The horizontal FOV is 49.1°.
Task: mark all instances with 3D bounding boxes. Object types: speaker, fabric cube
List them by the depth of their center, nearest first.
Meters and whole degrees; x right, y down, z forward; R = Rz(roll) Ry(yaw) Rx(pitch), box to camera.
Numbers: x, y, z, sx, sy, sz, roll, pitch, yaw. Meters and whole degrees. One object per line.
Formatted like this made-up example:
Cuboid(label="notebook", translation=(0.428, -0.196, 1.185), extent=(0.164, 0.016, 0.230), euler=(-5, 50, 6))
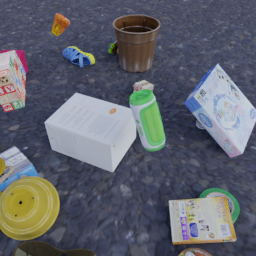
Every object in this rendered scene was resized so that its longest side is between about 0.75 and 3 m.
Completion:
Cuboid(label="speaker", translation=(0.541, -0.186, 7.554), extent=(0.724, 1.636, 0.724), euler=(-13, 31, 8))
Cuboid(label="fabric cube", translation=(-5.562, -2.981, 13.415), extent=(1.097, 1.118, 1.114), euler=(-1, 40, 0))

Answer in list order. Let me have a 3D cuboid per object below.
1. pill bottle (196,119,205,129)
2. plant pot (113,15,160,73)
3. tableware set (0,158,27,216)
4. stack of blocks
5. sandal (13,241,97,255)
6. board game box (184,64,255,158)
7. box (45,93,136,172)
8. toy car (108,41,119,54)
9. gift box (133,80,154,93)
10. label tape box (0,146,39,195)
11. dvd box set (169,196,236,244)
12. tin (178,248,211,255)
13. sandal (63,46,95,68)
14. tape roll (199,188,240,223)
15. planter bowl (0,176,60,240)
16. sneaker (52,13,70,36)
Cuboid(label="pill bottle", translation=(2.940, -0.450, 10.738), extent=(0.518, 0.911, 0.518), euler=(2, 42, -1))
Cuboid(label="plant pot", translation=(0.385, -4.091, 13.822), extent=(2.230, 2.208, 2.230), euler=(0, 42, 0))
Cuboid(label="tableware set", translation=(-3.832, 1.743, 8.306), extent=(2.083, 0.320, 1.403), euler=(33, 69, 10))
Cuboid(label="stack of blocks", translation=(-3.471, -1.522, 8.134), extent=(0.564, 1.109, 1.926), euler=(-16, 44, -5))
Cuboid(label="sandal", translation=(-1.770, 3.319, 6.905), extent=(2.071, 0.565, 0.846), euler=(8, 43, -13))
Cuboid(label="board game box", translation=(3.509, -0.710, 10.235), extent=(2.588, 0.564, 2.601), euler=(48, 50, -6))
Cuboid(label="box", translation=(-1.223, 0.085, 9.820), extent=(2.527, 1.344, 1.924), euler=(18, 45, 19))
Cuboid(label="toy car", translation=(-0.422, -4.158, 15.199), extent=(0.837, 0.804, 1.019), euler=(-34, 81, -27))
Cuboid(label="gift box", translation=(0.604, -1.639, 12.269), extent=(0.758, 0.700, 0.708), euler=(30, 41, 34))
Cuboid(label="label tape box", translation=(-3.654, 1.487, 8.864), extent=(1.273, 0.559, 1.765), euler=(-34, 52, -32))
Cuboid(label="dvd box set", translation=(1.977, 2.510, 7.653), extent=(1.634, 0.240, 1.195), euler=(-7, 50, 8))
Cuboid(label="tin", translation=(1.798, 3.772, 6.488), extent=(1.077, 0.403, 1.923), euler=(-11, 43, -18))
Cuboid(label="sandal", translation=(-2.672, -3.634, 14.449), extent=(1.894, 0.753, 0.825), euler=(23, 51, 25))
Cuboid(label="tape roll", translation=(2.626, 2.305, 8.168), extent=(1.152, 0.277, 1.152), euler=(0, 42, 0))
Cuboid(label="planter bowl", translation=(-2.822, 2.083, 7.613), extent=(1.771, 0.738, 1.771), euler=(1, 64, -2))
Cuboid(label="sneaker", translation=(-2.635, -3.938, 10.834), extent=(0.593, 1.626, 0.627), euler=(29, 83, -14))
